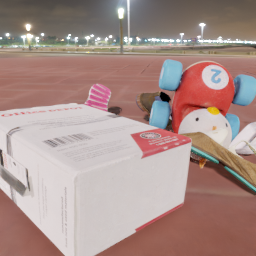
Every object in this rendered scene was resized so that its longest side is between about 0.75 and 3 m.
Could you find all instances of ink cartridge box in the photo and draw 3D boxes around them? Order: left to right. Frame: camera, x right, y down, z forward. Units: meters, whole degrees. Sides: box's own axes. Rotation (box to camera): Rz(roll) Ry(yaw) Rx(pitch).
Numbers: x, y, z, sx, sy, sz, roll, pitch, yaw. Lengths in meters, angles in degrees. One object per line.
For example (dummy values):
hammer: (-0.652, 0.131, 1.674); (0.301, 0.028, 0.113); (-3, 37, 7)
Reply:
ink cartridge box: (-0.815, 0.521, 4.743); (2.190, 1.237, 2.984); (-12, 22, -41)

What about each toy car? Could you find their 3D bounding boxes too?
toy car: (1.744, -0.198, 6.295); (2.215, 2.125, 2.403); (11, 31, -3)

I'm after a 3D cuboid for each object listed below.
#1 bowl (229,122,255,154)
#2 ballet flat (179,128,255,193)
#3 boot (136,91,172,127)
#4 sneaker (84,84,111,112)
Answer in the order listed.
bowl: (2.868, 0.276, 6.478); (0.929, 0.347, 0.927); (-44, 2, -10)
ballet flat: (1.694, 0.420, 4.729); (1.824, 0.660, 0.619); (32, -2, 19)
boot: (1.017, -0.525, 8.199); (0.788, 0.608, 1.626); (-10, -33, 43)
sneaker: (-1.092, -0.346, 8.515); (0.867, 1.028, 2.349); (18, 40, -5)
